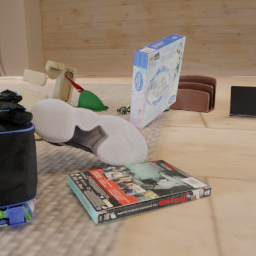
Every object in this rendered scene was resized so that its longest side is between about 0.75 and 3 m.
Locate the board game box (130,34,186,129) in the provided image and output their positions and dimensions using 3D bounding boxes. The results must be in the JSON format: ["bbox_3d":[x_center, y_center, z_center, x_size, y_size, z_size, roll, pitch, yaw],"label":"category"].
[{"bbox_3d":[1.114,-1.784,10.408,0.603,2.766,2.779,22,37,27],"label":"board game box"}]

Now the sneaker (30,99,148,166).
[{"bbox_3d":[-0.934,0.131,6.509,2.718,1.026,1.547,22,-9,-19],"label":"sneaker"}]

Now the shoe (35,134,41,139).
[{"bbox_3d":[-3.456,-0.039,9.114,2.285,0.610,0.799,7,15,25],"label":"shoe"}]

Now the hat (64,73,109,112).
[{"bbox_3d":[-1.978,-1.833,13.987,2.056,1.810,1.703,-5,15,-21],"label":"hat"}]

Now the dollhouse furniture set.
[{"bbox_3d":[-3.346,-1.824,13.468,2.194,2.560,2.692,19,8,41],"label":"dollhouse furniture set"}]

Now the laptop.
[{"bbox_3d":[5.711,-1.186,12.159,2.309,1.429,2.466,7,15,23],"label":"laptop"}]

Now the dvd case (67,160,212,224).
[{"bbox_3d":[0.166,1.071,5.273,2.238,0.246,1.633,-6,15,-27],"label":"dvd case"}]

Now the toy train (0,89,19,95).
[{"bbox_3d":[-6.403,-1.271,13.418,2.458,1.065,1.404,-7,21,-28],"label":"toy train"}]

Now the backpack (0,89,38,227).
[{"bbox_3d":[-2.946,0.463,4.303,2.816,1.894,2.570,-5,15,-24],"label":"backpack"}]

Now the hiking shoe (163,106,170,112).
[{"bbox_3d":[1.063,-1.225,13.332,2.159,0.936,0.803,-9,16,-34],"label":"hiking shoe"}]

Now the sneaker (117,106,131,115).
[{"bbox_3d":[-0.239,-0.812,12.967,0.438,0.400,1.082,0,4,30],"label":"sneaker"}]

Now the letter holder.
[{"bbox_3d":[3.072,-1.785,14.041,2.378,1.690,1.196,9,16,31],"label":"letter holder"}]
